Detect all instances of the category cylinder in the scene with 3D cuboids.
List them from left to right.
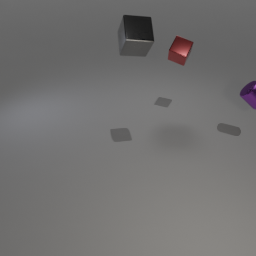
[{"bbox_3d":[4.242,-1.096,9.356,0.700,0.700,0.700,40,31,-11],"label":"cylinder"}]

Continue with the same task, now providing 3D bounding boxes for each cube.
[{"bbox_3d":[0.176,-2.236,6.854,0.700,0.700,0.700,-1,75,-15],"label":"cube"},{"bbox_3d":[1.982,-2.922,10.623,0.700,0.700,0.700,25,77,10],"label":"cube"}]
